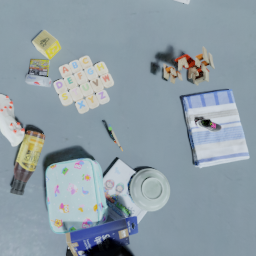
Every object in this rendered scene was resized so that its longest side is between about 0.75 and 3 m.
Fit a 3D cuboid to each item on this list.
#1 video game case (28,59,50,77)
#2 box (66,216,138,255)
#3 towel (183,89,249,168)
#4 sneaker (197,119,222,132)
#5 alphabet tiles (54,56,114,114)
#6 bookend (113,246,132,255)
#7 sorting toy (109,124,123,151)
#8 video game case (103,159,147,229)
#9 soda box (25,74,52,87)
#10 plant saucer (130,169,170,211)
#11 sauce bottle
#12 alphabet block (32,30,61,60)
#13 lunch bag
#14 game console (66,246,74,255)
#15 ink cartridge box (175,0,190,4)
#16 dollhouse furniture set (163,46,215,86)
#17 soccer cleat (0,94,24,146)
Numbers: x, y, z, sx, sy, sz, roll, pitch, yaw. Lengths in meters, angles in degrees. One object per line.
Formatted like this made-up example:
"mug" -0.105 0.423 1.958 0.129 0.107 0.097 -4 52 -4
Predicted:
"video game case" -3.725 -2.521 11.739 0.829 0.106 0.749 3 77 2
"box" -0.773 3.716 9.505 2.387 1.446 0.387 -13 46 -8
"towel" 3.449 -0.018 11.068 2.174 0.352 2.960 -8 78 -3
"sneaker" 3.182 -0.113 10.825 0.986 0.431 0.364 15 70 -1
"alphabet tiles" -1.819 -1.828 11.554 2.314 0.169 2.263 -25 79 -5
"bookend" -0.599 5.231 8.897 1.081 2.346 2.331 42 80 8
"sorting toy" -0.510 0.402 10.730 0.161 0.664 1.179 -27 97 -3
"video game case" -0.128 2.525 10.556 2.064 0.244 1.878 38 80 8
"soda box" -3.669 -1.935 11.500 0.992 0.315 0.339 9 78 2
"plant saucer" 0.867 2.269 10.378 1.573 0.395 1.573 4 74 -13
"sauce bottle" -3.814 1.313 10.580 0.795 0.795 2.408 13 80 3
"alphabet block" -3.358 -3.444 11.622 0.760 0.742 0.746 40 82 7
"lunch bag" -1.795 2.442 10.052 2.057 0.989 2.565 -11 76 7
"game console" -1.824 4.365 10.245 0.674 0.446 0.766 2 75 31
"ink cartridge box" 1.972 -6.481 12.234 1.950 0.822 1.412 18 78 4
"dollhouse furniture set" 2.475 -2.388 10.867 1.731 1.713 0.892 -17 65 36
"soccer cleat" -4.762 -0.331 10.940 0.898 0.803 2.316 -50 63 35
